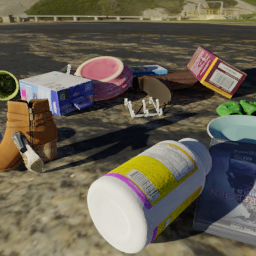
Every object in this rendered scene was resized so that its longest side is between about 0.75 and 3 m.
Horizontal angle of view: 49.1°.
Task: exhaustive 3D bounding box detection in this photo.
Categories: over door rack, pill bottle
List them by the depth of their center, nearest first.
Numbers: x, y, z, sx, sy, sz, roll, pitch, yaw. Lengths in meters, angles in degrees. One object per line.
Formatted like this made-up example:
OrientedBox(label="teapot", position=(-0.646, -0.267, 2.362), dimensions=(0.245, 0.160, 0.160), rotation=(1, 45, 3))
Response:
OrientedBox(label="pill bottle", position=(0.572, 1.044, 5.248), dimensions=(1.316, 1.316, 2.524), rotation=(21, 32, 37))
OrientedBox(label="over door rack", position=(0.531, -0.867, 10.353), dimensions=(1.121, 0.505, 1.518), rotation=(-4, 26, -10))

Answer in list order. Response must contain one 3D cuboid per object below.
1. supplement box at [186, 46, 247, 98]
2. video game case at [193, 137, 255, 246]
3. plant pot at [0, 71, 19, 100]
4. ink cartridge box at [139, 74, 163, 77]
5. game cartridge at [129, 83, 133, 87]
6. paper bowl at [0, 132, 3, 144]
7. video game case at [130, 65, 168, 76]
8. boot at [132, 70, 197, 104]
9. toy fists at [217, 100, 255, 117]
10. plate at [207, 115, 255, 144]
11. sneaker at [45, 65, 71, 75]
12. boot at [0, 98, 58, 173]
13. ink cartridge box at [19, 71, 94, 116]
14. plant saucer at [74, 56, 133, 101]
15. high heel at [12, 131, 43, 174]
OrientedBox(label="supplement box", position=(3.806, -2.566, 12.454), dimensions=(1.531, 1.189, 2.776), rotation=(25, 23, -15))
OrientedBox(label="video game case", position=(2.667, 1.217, 5.958), dimensions=(2.080, 0.276, 2.912), rotation=(9, 33, 19))
OrientedBox(label="plant pot", position=(-5.144, -1.837, 11.824), dimensions=(1.181, 1.181, 1.086), rotation=(-5, 15, -10))
OrientedBox(label="ink cartridge box", position=(1.110, -2.438, 13.858), dimensions=(1.106, 0.278, 1.275), rotation=(6, 26, 11))
OrientedBox(label="game cartridge", position=(-1.106, -2.236, 13.285), dimensions=(2.553, 0.490, 1.655), rotation=(-4, 30, -9))
OrientedBox(label="paper bowl", position=(-4.086, 0.397, 7.481), dimensions=(1.400, 0.728, 1.400), rotation=(0, 27, 0))
OrientedBox(label="video game case", position=(0.502, -2.760, 13.501), dimensions=(2.416, 0.215, 1.729), rotation=(-5, 21, -9))
OrientedBox(label="boot", position=(2.071, -1.866, 12.075), dimensions=(2.973, 0.955, 2.771), rotation=(-9, 28, -27))
OrientedBox(label="toy fists", position=(3.914, -0.629, 9.811), dimensions=(1.602, 0.551, 0.817), rotation=(-7, 26, -11))
OrientedBox(label="plate", position=(3.649, 0.257, 8.222), dimensions=(2.598, 0.332, 2.598), rotation=(-1, 26, 0))
OrientedBox(label="sneaker", position=(-3.312, -2.488, 13.284), dimensions=(1.170, 0.834, 2.359), rotation=(2, 30, -7))
OrientedBox(label="boot", position=(-2.794, 0.154, 6.853), dimensions=(2.112, 1.640, 0.810), rotation=(-10, 21, -20))
OrientedBox(label="ink cartridge box", position=(-2.573, -1.341, 10.708), dimensions=(2.671, 1.020, 1.822), rotation=(16, 30, 34))
OrientedBox(label="plant saucer", position=(-1.157, -2.271, 12.070), dimensions=(2.715, 0.688, 2.715), rotation=(-6, 43, 5))
OrientedBox(label="high heel", position=(-2.351, 0.558, 6.638), dimensions=(0.394, 1.104, 0.787), rotation=(-30, 47, -14))
